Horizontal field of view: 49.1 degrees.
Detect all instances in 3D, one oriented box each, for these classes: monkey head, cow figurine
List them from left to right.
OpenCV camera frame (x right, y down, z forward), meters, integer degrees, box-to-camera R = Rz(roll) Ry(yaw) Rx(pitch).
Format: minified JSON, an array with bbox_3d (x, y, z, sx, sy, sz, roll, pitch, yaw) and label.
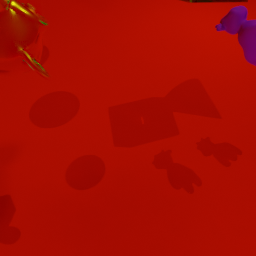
[{"bbox_3d":[-1.937,-1.407,4.082,1.963,1.412,1.183,20,89,9],"label":"monkey head"},{"bbox_3d":[2.281,-1.744,5.354,0.642,1.169,1.150,-27,21,-32],"label":"cow figurine"}]

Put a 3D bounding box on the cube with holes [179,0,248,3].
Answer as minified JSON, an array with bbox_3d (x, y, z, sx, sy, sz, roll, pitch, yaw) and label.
[{"bbox_3d":[1.711,-3.530,6.025,1.390,1.390,1.390,-8,31,-15],"label":"cube with holes"}]
